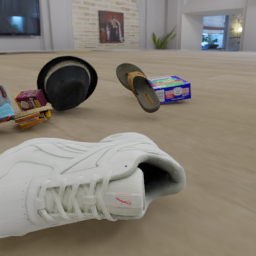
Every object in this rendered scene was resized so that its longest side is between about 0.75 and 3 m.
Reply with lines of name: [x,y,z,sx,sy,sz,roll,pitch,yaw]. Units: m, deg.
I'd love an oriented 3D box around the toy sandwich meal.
toy sandwich meal: [-2.657,-0.279,7.902,1.260,0.432,1.260,-17,5,1]

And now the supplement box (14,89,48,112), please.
supplement box: [-3.063,-0.864,8.849,0.821,0.538,0.424,-5,38,18]

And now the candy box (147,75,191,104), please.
candy box: [1.453,-1.554,10.988,1.470,0.670,1.739,-10,22,-10]

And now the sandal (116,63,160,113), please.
sandal: [0.308,-1.311,8.583,0.793,1.940,0.529,-30,-19,-3]

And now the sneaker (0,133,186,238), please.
sneaker: [-0.486,0.711,3.633,2.985,1.163,1.483,-14,15,-30]

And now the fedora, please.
fedora: [-1.942,-1.242,8.996,2.095,2.095,0.957,-3,44,-9]

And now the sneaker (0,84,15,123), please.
sneaker: [-4.027,-0.613,7.387,2.430,1.161,0.964,-6,5,20]
